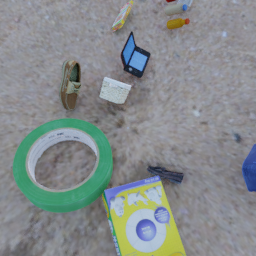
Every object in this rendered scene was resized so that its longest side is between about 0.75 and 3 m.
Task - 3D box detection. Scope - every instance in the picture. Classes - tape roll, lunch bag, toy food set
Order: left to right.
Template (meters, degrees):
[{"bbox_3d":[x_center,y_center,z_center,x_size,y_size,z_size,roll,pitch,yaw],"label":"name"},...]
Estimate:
[{"bbox_3d":[-1.649,0.902,7.320,2.489,0.598,2.489,0,56,1],"label":"tape roll"},{"bbox_3d":[1.873,-4.296,9.476,0.819,0.869,1.821,10,66,45],"label":"toy food set"},{"bbox_3d":[3.583,0.978,7.008,1.361,0.901,0.925,-44,117,-35],"label":"lunch bag"}]

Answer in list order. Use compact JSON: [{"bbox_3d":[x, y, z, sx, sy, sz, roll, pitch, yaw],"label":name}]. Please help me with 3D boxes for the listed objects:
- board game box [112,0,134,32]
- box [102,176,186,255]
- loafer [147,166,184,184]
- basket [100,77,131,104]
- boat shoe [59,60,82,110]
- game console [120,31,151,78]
[{"bbox_3d":[-0.194,-3.854,9.675,0.176,0.559,1.171,32,66,-30],"label":"board game box"},{"bbox_3d":[0.412,2.544,6.576,1.485,0.612,2.531,-13,71,-16],"label":"box"},{"bbox_3d":[1.014,1.183,7.527,1.011,0.363,0.318,22,101,-5],"label":"loafer"},{"bbox_3d":[-0.365,-1.077,8.195,0.662,0.976,0.602,20,99,9],"label":"basket"},{"bbox_3d":[-1.649,-1.251,8.179,0.559,0.546,1.478,-7,103,-43],"label":"boat shoe"},{"bbox_3d":[0.256,-2.255,8.641,0.918,0.632,1.065,25,65,-8],"label":"game console"}]
